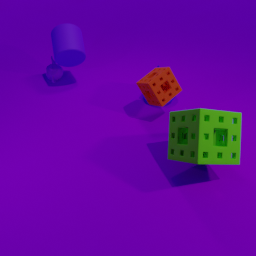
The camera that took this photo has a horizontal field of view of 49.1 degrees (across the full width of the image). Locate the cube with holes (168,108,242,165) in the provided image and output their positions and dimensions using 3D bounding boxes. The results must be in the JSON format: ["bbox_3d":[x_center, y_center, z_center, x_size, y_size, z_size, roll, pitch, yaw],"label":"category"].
[{"bbox_3d":[1.823,0.221,6.800,1.208,1.208,1.208,4,-2,-24],"label":"cube with holes"}]

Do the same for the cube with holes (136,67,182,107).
[{"bbox_3d":[0.972,-1.307,8.840,0.866,0.866,0.866,-40,22,-13],"label":"cube with holes"}]

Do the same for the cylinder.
[{"bbox_3d":[-2.243,-3.088,10.531,1.158,1.158,1.158,-8,72,-12],"label":"cylinder"}]

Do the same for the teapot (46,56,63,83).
[{"bbox_3d":[-3.029,-2.341,11.384,0.713,0.561,1.147,-7,75,7],"label":"teapot"}]

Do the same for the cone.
[{"bbox_3d":[1.068,-1.665,9.690,1.234,1.239,1.234,-4,49,5],"label":"cone"}]
